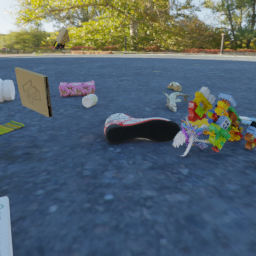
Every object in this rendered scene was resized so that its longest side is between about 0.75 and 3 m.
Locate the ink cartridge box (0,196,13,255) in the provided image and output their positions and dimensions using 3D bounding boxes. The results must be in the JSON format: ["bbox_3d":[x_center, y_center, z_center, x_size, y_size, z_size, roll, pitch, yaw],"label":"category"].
[{"bbox_3d":[-3.114,2.190,3.828,2.902,0.590,2.908,-7,20,-21],"label":"ink cartridge box"}]

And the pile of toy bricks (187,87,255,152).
[{"bbox_3d":[3.006,0.081,8.824,2.766,1.365,1.534,37,-5,-38],"label":"pile of toy bricks"}]

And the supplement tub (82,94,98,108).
[{"bbox_3d":[-1.937,-1.413,14.346,0.588,0.588,0.812,6,19,16],"label":"supplement tub"}]

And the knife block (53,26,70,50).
[{"bbox_3d":[-2.573,-3.366,10.641,0.703,0.800,0.256,-36,66,-20],"label":"knife block"}]

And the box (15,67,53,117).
[{"bbox_3d":[-3.098,-1.185,9.201,1.674,1.368,0.178,21,34,35],"label":"box"}]

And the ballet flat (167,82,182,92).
[{"bbox_3d":[3.078,-2.759,18.390,0.554,0.513,1.571,-9,21,-22],"label":"ballet flat"}]

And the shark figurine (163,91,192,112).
[{"bbox_3d":[2.319,-1.404,14.264,1.203,0.840,2.014,42,42,12],"label":"shark figurine"}]

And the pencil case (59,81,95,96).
[{"bbox_3d":[-3.031,-2.350,16.656,2.128,0.881,0.920,-6,-5,-14],"label":"pencil case"}]

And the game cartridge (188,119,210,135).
[{"bbox_3d":[3.002,-0.098,11.151,1.356,0.220,1.195,-15,24,-43],"label":"game cartridge"}]

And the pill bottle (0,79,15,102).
[{"bbox_3d":[-7.357,-2.000,14.974,2.265,1.294,1.294,-3,19,-9],"label":"pill bottle"}]

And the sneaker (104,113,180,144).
[{"bbox_3d":[0.442,-0.092,10.050,2.615,0.873,1.402,-5,22,-6],"label":"sneaker"}]

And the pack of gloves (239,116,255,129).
[{"bbox_3d":[5.175,-0.141,11.297,1.684,0.332,1.415,6,14,-5],"label":"pack of gloves"}]

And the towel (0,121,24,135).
[{"bbox_3d":[-4.920,0.077,10.673,0.782,0.164,1.818,10,21,28],"label":"towel"}]

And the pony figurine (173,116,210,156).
[{"bbox_3d":[2.035,0.287,8.864,1.218,1.176,1.014,13,16,-22],"label":"pony figurine"}]
